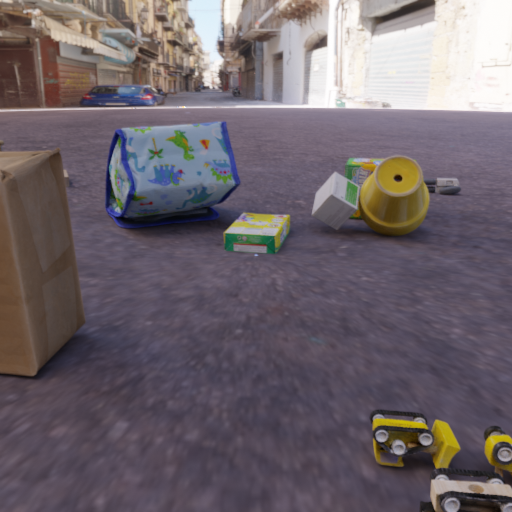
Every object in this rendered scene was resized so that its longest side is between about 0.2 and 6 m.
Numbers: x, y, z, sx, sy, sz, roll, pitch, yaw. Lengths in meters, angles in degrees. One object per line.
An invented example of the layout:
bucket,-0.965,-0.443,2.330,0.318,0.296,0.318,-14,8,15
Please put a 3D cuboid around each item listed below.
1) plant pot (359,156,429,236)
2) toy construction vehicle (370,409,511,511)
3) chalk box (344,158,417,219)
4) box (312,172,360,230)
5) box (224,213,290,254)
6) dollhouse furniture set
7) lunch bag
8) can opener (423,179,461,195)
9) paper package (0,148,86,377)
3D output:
plant pot,2.257,-1.038,9.099,1.143,1.143,1.076,3,-20,10
toy construction vehicle,1.366,1.409,3.486,1.232,0.434,1.072,3,9,4
chalk box,2.172,-1.300,10.678,1.689,1.047,1.054,4,18,11
box,1.334,-0.916,9.371,0.535,0.624,0.621,28,46,-12
box,0.056,-0.412,9.107,0.842,0.347,1.435,4,21,13
dollhouse furniture set,-5.336,-2.277,13.372,1.517,1.236,1.442,-7,19,-20
lunch bag,-1.622,-1.301,10.109,1.981,1.485,2.330,-8,-10,-24
can opener,3.964,-1.572,12.676,1.261,0.336,0.422,2,17,9
paper package,-2.662,0.006,5.164,1.804,1.892,0.979,3,23,11
